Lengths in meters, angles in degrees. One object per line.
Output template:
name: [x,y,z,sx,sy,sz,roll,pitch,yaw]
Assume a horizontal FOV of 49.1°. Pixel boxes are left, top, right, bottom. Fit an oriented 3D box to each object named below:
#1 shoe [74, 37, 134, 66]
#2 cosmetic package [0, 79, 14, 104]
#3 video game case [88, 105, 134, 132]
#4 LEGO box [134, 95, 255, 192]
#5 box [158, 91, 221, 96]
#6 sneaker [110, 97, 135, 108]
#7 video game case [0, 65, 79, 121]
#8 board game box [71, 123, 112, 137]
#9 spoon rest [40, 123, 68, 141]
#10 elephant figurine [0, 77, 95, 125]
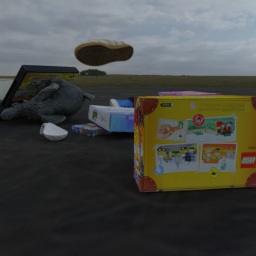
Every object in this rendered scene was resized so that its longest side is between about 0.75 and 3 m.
shoe: [-0.792,-2.394,8.716,2.213,0.774,0.591,-14,48,-43]
cosmetic package: [-5.597,-1.232,11.671,2.944,1.076,1.524,-10,-19,-44]
video game case: [0.223,-0.279,8.862,2.469,0.561,2.238,2,8,-22]
LEGO box: [1.072,0.198,4.449,1.882,1.402,0.726,-1,10,-7]
box: [2.675,-1.058,12.423,1.872,1.029,2.128,-5,11,-24]
sneaker: [-0.025,-0.803,11.348,1.319,0.910,2.371,-9,4,-4]
video game case: [-3.641,-1.452,11.466,0.370,2.623,2.902,49,28,13]
board game box: [-1.139,0.044,8.701,0.749,0.191,1.106,-9,14,-42]
spoon rest: [-2.177,0.087,7.945,0.638,0.390,1.285,-7,12,-36]
elephant figurine: [-2.944,-0.809,10.403,1.801,1.974,2.545,46,35,7]
